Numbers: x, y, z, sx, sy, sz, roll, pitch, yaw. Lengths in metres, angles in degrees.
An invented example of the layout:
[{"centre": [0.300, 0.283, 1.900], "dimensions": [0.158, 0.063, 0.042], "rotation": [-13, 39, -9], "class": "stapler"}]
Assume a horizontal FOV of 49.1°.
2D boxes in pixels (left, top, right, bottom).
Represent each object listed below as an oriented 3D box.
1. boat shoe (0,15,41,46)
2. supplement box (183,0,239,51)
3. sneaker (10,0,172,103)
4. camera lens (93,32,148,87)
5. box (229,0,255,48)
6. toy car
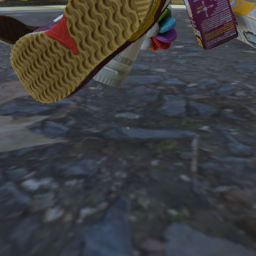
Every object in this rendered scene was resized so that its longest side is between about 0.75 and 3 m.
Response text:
[{"centre": [-2.971, -2.475, 7.523], "dimensions": [0.726, 0.725, 1.963], "rotation": [1, 2, 38], "class": "boat shoe"}, {"centre": [2.264, -3.389, 7.984], "dimensions": [0.992, 1.923, 1.259], "rotation": [-22, 24, 11], "class": "supplement box"}, {"centre": [-0.482, -1.211, 3.750], "dimensions": [2.767, 1.037, 1.247], "rotation": [-19, 17, 42], "class": "sneaker"}, {"centre": [-0.408, -2.033, 6.340], "dimensions": [1.458, 1.823, 1.458], "rotation": [24, 14, -7], "class": "camera lens"}, {"centre": [3.787, -2.967, 8.283], "dimensions": [0.507, 1.456, 2.446], "rotation": [-42, 43, 10], "class": "box"}, {"centre": [1.017, -3.139, 9.093], "dimensions": [1.167, 1.556, 1.361], "rotation": [38, 63, 2], "class": "toy car"}]
